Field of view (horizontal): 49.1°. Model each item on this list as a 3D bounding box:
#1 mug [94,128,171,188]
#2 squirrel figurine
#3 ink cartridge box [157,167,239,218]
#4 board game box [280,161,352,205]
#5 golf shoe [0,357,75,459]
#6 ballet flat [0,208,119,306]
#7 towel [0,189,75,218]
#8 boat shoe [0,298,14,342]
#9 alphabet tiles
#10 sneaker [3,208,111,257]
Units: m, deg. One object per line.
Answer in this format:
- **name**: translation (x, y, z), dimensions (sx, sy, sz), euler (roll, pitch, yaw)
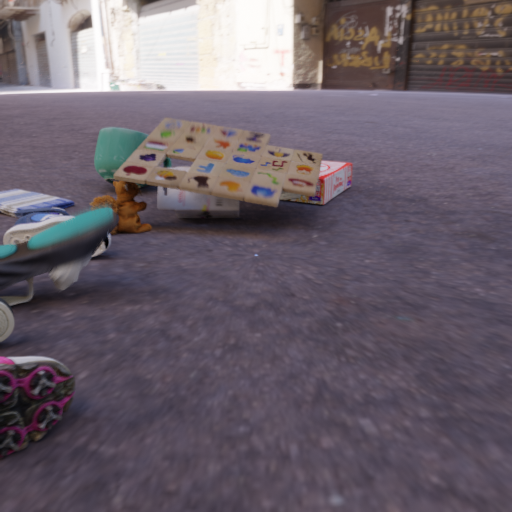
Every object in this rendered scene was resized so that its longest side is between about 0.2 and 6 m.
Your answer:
- **mug**: translation (-2.839, -2.165, 13.000), dimensions (1.771, 1.095, 1.455), euler (11, -7, -13)
- **squirrel figurine**: translation (-2.441, -0.882, 10.040), dimensions (0.974, 0.909, 0.689), euler (-14, 24, -33)
- **ink cartridge box**: translation (-1.095, -1.214, 10.802), dimensions (1.537, 0.885, 0.522), euler (0, -13, -2)
- **board game box**: translation (0.704, -1.802, 12.975), dimensions (2.562, 0.593, 1.941), euler (10, 22, 24)
- **golf shoe**: translation (-2.659, 1.225, 4.455), dimensions (2.295, 0.833, 1.057), euler (-13, 24, -32)
- **ballet flat**: translation (-2.877, 0.125, 7.200), dimensions (2.448, 0.894, 0.894), euler (-21, 26, -16)
- **towel**: translation (-4.876, -1.089, 11.645), dimensions (1.764, 0.210, 1.296), euler (12, 21, 25)
- **boat shoe**: translation (-3.771, 0.675, 5.955), dimensions (2.278, 0.818, 0.770), euler (-6, 26, -11)
- **alphabet tiles**: translation (-0.517, -1.846, 10.739), dimensions (3.498, 0.132, 2.924), euler (10, 34, 5)
- **sneaker**: translation (-3.095, -0.485, 9.234), dimensions (1.775, 0.715, 1.299), euler (-3, 24, 7)
